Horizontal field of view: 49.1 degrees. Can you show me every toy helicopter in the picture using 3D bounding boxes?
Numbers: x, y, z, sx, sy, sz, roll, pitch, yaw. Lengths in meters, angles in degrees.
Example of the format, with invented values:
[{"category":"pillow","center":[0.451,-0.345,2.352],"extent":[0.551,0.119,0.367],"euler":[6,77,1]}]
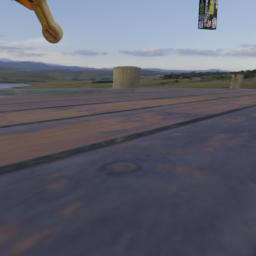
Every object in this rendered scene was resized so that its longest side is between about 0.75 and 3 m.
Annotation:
[{"category":"toy helicopter","center":[-2.636,-3.541,7.687],"extent":[1.719,2.599,1.025],"euler":[-4,38,24]}]

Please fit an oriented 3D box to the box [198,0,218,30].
[{"category":"box","center":[2.847,-4.096,9.935],"extent":[0.922,1.151,0.255],"euler":[-15,21,-43]}]
